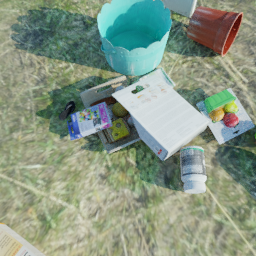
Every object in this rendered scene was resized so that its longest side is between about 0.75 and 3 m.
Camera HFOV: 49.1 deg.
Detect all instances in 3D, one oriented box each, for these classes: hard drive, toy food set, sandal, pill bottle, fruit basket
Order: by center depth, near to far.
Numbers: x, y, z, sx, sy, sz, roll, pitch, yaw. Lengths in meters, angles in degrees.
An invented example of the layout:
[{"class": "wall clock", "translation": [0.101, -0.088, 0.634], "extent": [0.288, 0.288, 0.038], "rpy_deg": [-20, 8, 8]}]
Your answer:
[{"class": "pill bottle", "translation": [2.218, 1.426, 9.539], "extent": [0.833, 0.833, 1.473], "rpy_deg": [1, 66, 1]}, {"class": "toy food set", "translation": [-0.386, -0.544, 10.454], "extent": [1.938, 0.816, 2.700], "rpy_deg": [-24, 67, -11]}, {"class": "fruit basket", "translation": [3.648, -0.469, 10.573], "extent": [1.624, 0.822, 1.753], "rpy_deg": [-26, 83, -11]}, {"class": "sandal", "translation": [-2.265, -0.657, 10.665], "extent": [0.211, 0.374, 0.985], "rpy_deg": [-17, 36, 40]}, {"class": "hard drive", "translation": [2.321, -6.020, 12.162], "extent": [1.517, 2.300, 0.302], "rpy_deg": [29, 69, 13]}]

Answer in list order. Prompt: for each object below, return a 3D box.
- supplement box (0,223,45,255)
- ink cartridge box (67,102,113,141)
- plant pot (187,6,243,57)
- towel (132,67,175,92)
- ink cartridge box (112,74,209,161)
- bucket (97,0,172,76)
[{"class": "supplement box", "translation": [-3.511, 4.075, 8.286], "extent": [2.367, 0.870, 1.492], "rpy_deg": [30, 70, 13]}, {"class": "ink cartridge box", "translation": [-1.473, -0.246, 10.336], "extent": [1.650, 0.346, 0.984], "rpy_deg": [-21, 58, 4]}, {"class": "plant pot", "translation": [3.541, -4.163, 11.725], "extent": [1.762, 1.812, 1.812], "rpy_deg": [28, 68, 21]}, {"class": "towel", "translation": [1.040, -1.782, 11.358], "extent": [1.466, 0.225, 1.094], "rpy_deg": [-29, 68, -12]}, {"class": "ink cartridge box", "translation": [1.108, -0.503, 10.196], "extent": [2.365, 0.731, 2.915], "rpy_deg": [-31, 64, -33]}, {"class": "bucket", "translation": [0.232, -3.685, 11.307], "extent": [2.952, 1.920, 2.952], "rpy_deg": [0, 65, 0]}]
